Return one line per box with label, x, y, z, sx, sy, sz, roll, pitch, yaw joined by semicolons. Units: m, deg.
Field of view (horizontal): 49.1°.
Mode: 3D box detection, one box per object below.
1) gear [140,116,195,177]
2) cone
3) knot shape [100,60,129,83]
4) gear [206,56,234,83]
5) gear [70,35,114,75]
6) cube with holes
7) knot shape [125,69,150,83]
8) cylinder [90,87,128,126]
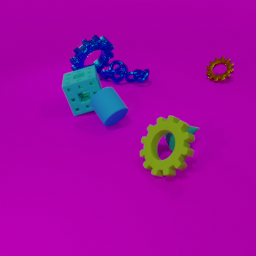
gear;0.920;0.443;6.820;0.269;1.456;1.456;21;14;-41
cone;1.582;0.131;7.672;0.881;0.878;0.878;-17;36;-18
knot shape;-0.472;-2.367;11.829;1.310;0.605;1.226;-31;36;-16
gear;3.899;-2.482;11.899;1.139;0.211;1.139;-10;66;25
gear;-1.459;-2.902;11.591;1.938;1.938;0.358;-23;62;-32
cube with holes;-1.487;-1.293;9.576;1.117;1.117;1.117;-16;33;1
knot shape;0.501;-2.167;11.598;1.100;0.508;1.029;-19;20;-30
cylinder;-0.587;-0.659;8.686;0.882;0.882;0.882;-24;69;-33
